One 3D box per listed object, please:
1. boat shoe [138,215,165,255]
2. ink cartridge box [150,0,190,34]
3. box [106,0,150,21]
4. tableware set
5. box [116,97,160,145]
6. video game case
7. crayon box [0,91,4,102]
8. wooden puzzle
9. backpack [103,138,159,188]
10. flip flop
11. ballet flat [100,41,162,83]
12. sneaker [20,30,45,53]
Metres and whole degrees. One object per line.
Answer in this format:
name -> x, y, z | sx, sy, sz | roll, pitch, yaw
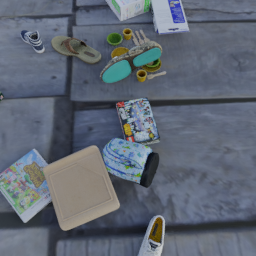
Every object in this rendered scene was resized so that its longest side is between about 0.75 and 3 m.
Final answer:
boat shoe -> 0.737, 3.522, 8.344 | 0.662, 0.652, 1.866 | 17, 64, 9
ink cartridge box -> 1.833, -5.180, 12.819 | 1.400, 0.552, 2.816 | -5, 62, -3
box -> -0.082, -6.090, 13.107 | 1.583, 0.868, 1.794 | -24, 67, -14
tableware set -> 0.274, -3.161, 11.856 | 1.910, 0.435, 2.836 | -19, 65, -9
box -> 0.351, -0.214, 10.396 | 1.243, 0.362, 1.815 | -12, 64, -7
video game case -> -3.285, 1.869, 9.380 | 1.687, 0.204, 1.854 | -39, 73, -18
crayon box -> -5.721, -1.170, 10.889 | 1.420, 0.361, 0.902 | 16, 64, 8
wooden puzzle -> -1.518, 1.902, 9.000 | 1.995, 0.402, 2.157 | -24, 77, 3
backpack -> 0.011, 1.062, 9.266 | 1.766, 1.358, 1.441 | 5, 30, 22
flip flop -> -2.196, -3.414, 11.847 | 2.308, 0.665, 0.936 | 27, 66, 13
ballet flat -> 0.032, -2.730, 11.377 | 2.748, 0.932, 1.035 | -28, 46, -2
sneaker -> -4.180, -3.954, 12.030 | 0.534, 0.827, 1.524 | -39, 70, -18
